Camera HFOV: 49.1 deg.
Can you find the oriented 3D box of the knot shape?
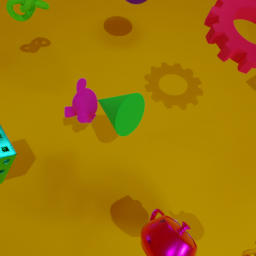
[{"bbox_3d":[-2.791,-3.343,7.675,1.062,1.135,0.524,-25,100,7],"label":"knot shape"}]

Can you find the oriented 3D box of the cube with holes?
[{"bbox_3d":[-2.231,0.392,4.039,0.763,0.763,0.763,-12,58,-49],"label":"cube with holes"}]

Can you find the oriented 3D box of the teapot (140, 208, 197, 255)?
[{"bbox_3d":[0.740,1.890,4.582,0.773,0.982,1.580,-49,30,4],"label":"teapot"}]

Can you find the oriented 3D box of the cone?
[{"bbox_3d":[-0.324,-0.470,6.324,1.022,1.018,1.018,26,61,31],"label":"cone"}]

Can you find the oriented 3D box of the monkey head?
[{"bbox_3d":[-1.173,-0.549,6.805,0.894,0.749,1.243,-7,64,1],"label":"monkey head"}]

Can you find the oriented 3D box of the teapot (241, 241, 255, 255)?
[{"bbox_3d":[2.103,2.060,4.271,0.813,1.308,0.641,-14,69,10],"label":"teapot"}]

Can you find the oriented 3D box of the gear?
[{"bbox_3d":[2.467,-1.914,5.573,1.848,0.342,1.848,4,66,-9],"label":"gear"}]

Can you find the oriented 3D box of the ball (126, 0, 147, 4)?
[{"bbox_3d":[0.253,-4.282,8.361,1.084,1.084,1.084,0,58,0],"label":"ball"}]
